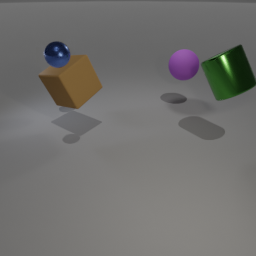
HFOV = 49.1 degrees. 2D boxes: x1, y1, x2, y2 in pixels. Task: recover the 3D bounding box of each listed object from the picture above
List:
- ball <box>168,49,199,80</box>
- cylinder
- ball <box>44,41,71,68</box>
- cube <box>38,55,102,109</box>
[{"bbox_3d":[2.576,-2.904,12.930,1.400,1.400,1.400,0,28,0],"label":"ball"},{"bbox_3d":[3.335,-1.822,9.312,1.400,1.400,1.400,-25,7,4],"label":"cylinder"},{"bbox_3d":[-1.913,-1.985,7.587,0.700,0.700,0.700,0,28,0],"label":"ball"},{"bbox_3d":[-2.079,-1.707,10.239,1.400,1.400,1.400,12,48,43],"label":"cube"}]
